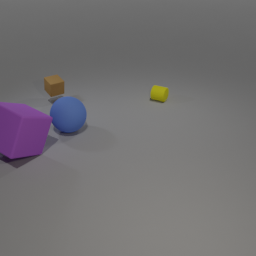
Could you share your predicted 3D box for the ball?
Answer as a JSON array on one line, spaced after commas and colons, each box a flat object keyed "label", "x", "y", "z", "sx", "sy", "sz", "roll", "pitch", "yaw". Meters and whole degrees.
[{"label": "ball", "x": -2.311, "y": -0.520, "z": 10.868, "sx": 1.400, "sy": 1.400, "sz": 1.400, "roll": 0, "pitch": 29, "yaw": 0}]

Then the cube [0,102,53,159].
[{"label": "cube", "x": -3.630, "y": 0.041, "z": 9.256, "sx": 1.400, "sy": 1.400, "sz": 1.400, "roll": 24, "pitch": 10, "yaw": 22}]

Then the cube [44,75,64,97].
[{"label": "cube", "x": -3.454, "y": -1.985, "z": 13.126, "sx": 0.700, "sy": 0.700, "sz": 0.700, "roll": -22, "pitch": 50, "yaw": -33}]

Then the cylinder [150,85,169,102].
[{"label": "cylinder", "x": 1.554, "y": -1.695, "z": 13.748, "sx": 0.700, "sy": 0.700, "sz": 0.700, "roll": 16, "pitch": 32, "yaw": 24}]
